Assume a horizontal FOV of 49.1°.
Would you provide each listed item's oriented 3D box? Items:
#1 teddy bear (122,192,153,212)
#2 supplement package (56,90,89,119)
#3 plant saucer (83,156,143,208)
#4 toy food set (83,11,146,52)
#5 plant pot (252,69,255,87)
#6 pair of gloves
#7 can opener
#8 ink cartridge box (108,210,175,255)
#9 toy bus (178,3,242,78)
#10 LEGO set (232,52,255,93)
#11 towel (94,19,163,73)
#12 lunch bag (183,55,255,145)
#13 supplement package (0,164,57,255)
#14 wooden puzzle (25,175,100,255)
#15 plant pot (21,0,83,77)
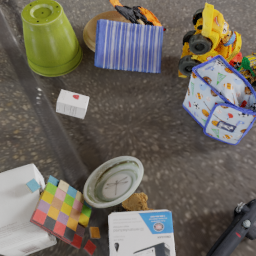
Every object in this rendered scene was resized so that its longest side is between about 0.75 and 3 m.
[{"bbox_3d":[0.437,2.773,8.090,1.275,0.587,1.758,-40,74,-13],"label":"teddy bear"},{"bbox_3d":[-1.765,-0.757,8.939,0.909,0.544,0.551,14,52,-9],"label":"supplement package"},{"bbox_3d":[-0.376,1.677,8.375,1.967,0.494,1.967,-22,29,13],"label":"plant saucer"},{"bbox_3d":[-0.477,-3.986,12.000,2.846,0.692,2.817,34,65,18],"label":"toy food set"},{"bbox_3d":[5.414,-2.251,10.831,1.035,0.918,1.033,4,59,4],"label":"plant pot"},{"bbox_3d":[0.441,-4.974,12.245,2.297,0.284,2.046,-8,51,-40],"label":"pair of gloves"},{"bbox_3d":[2.980,2.962,7.761,2.529,0.802,0.994,-37,67,-20],"label":"can opener"},{"bbox_3d":[0.368,3.292,7.126,1.617,0.942,2.236,-4,77,-1],"label":"ink cartridge box"},{"bbox_3d":[3.294,-2.919,10.368,2.473,2.576,1.748,16,61,0],"label":"toy bus"},{"bbox_3d":[4.887,-1.553,9.913,1.411,1.873,2.436,-20,64,-12],"label":"LEGO set"},{"bbox_3d":[0.052,-3.217,10.996,2.667,0.318,1.931,4,87,-6],"label":"towel"},{"bbox_3d":[3.067,-0.767,9.257,1.493,2.049,2.410,-30,64,-16],"label":"lunch bag"},{"bbox_3d":[-2.931,2.320,7.886,1.247,1.243,2.126,-17,61,-10],"label":"supplement package"},{"bbox_3d":[-1.718,2.267,7.696,2.610,0.183,1.548,39,31,-20],"label":"wooden puzzle"},{"bbox_3d":[-3.078,-3.599,10.884,2.296,2.211,2.296,0,59,1],"label":"plant pot"}]
